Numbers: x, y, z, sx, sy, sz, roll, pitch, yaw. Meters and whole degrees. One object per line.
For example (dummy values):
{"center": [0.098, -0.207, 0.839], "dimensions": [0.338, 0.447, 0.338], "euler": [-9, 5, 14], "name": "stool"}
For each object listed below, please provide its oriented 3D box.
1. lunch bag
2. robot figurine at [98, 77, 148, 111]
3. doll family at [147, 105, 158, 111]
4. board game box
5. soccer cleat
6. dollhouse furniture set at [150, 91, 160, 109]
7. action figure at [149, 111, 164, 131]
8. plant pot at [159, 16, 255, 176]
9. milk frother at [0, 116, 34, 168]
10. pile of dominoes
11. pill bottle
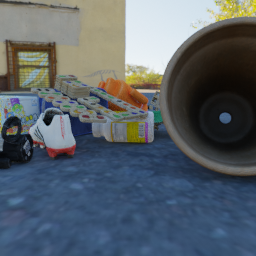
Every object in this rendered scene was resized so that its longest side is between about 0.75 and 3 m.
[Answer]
{"center": [-1.785, -0.618, 9.459], "dimensions": [1.482, 1.522, 2.241], "euler": [9, 13, 44], "name": "lunch bag"}
{"center": [-0.192, -0.945, 10.780], "dimensions": [2.318, 1.667, 1.352], "euler": [36, 16, -34], "name": "robot figurine"}
{"center": [0.767, -0.932, 13.958], "dimensions": [1.082, 0.734, 1.872], "euler": [4, -4, 26], "name": "doll family"}
{"center": [-4.236, -0.450, 9.367], "dimensions": [2.389, 1.230, 1.253], "euler": [6, 11, 35], "name": "board game box"}
{"center": [-1.926, 0.012, 6.979], "dimensions": [0.871, 1.081, 2.539], "euler": [-5, 11, -28], "name": "soccer cleat"}
{"center": [1.819, -1.293, 14.021], "dimensions": [1.068, 0.748, 0.752], "euler": [22, 10, -18], "name": "dollhouse furniture set"}
{"center": [0.590, -0.237, 9.426], "dimensions": [2.970, 0.812, 1.754], "euler": [-1, 7, 40], "name": "action figure"}
{"center": [2.217, -0.451, 5.934], "dimensions": [2.860, 2.860, 2.494], "euler": [2, -7, 14], "name": "plant pot"}
{"center": [-2.595, 0.240, 5.715], "dimensions": [0.996, 1.058, 0.955], "euler": [0, 13, 3], "name": "milk frother"}
{"center": [-1.035, -0.854, 7.436], "dimensions": [2.663, 0.424, 2.075], "euler": [28, 27, 36], "name": "pile of dominoes"}
{"center": [-0.121, -0.041, 7.920], "dimensions": [1.685, 0.879, 0.879], "euler": [1, 9, 7], "name": "pill bottle"}
